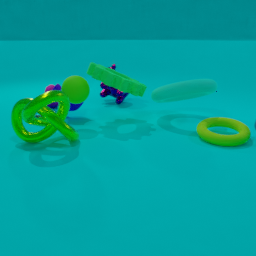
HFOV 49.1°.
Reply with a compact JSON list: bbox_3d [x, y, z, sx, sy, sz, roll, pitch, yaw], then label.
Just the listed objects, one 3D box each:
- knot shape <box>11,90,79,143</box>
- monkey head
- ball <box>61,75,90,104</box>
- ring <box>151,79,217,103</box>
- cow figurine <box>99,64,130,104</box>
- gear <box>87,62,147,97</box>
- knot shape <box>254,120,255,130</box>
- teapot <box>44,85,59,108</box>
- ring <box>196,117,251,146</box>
[{"bbox_3d":[-1.865,-0.152,6.741,1.713,1.603,0.792,-27,43,37],"label":"knot shape"},{"bbox_3d":[-1.843,-0.997,8.770,0.936,1.301,0.784,40,16,3],"label":"monkey head"},{"bbox_3d":[-1.433,-1.050,7.678,0.769,0.769,0.769,0,19,0],"label":"ball"},{"bbox_3d":[1.678,-1.101,8.460,1.970,0.394,1.970,-9,-1,0],"label":"ring"},{"bbox_3d":[-0.505,-1.749,10.894,1.564,0.859,1.539,25,49,14],"label":"cow figurine"},{"bbox_3d":[-0.319,-1.407,8.123,1.742,0.322,1.742,22,14,-6],"label":"gear"},{"bbox_3d":[3.652,-0.367,7.124,1.091,1.021,0.504,-44,18,-3],"label":"knot shape"},{"bbox_3d":[-2.633,-1.092,9.990,0.660,0.838,1.348,12,-5,-9],"label":"teapot"},{"bbox_3d":[2.439,0.069,7.192,1.326,0.265,1.326,-1,26,1],"label":"ring"}]
